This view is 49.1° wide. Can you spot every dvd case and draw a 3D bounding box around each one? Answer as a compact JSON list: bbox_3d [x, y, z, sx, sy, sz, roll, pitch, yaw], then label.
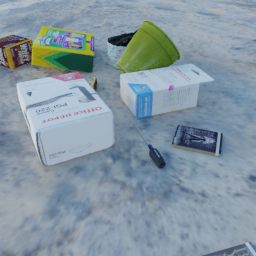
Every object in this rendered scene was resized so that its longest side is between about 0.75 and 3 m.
[{"bbox_3d":[2.056,0.345,8.261,1.382,0.110,1.028,11,37,15],"label":"dvd case"},{"bbox_3d":[1.906,2.689,5.028,1.409,0.113,1.048,-9,37,-13],"label":"dvd case"}]

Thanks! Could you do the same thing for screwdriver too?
[{"bbox_3d":[0.566,0.382,8.030,0.305,0.292,2.095,-31,41,5],"label":"screwdriver"}]

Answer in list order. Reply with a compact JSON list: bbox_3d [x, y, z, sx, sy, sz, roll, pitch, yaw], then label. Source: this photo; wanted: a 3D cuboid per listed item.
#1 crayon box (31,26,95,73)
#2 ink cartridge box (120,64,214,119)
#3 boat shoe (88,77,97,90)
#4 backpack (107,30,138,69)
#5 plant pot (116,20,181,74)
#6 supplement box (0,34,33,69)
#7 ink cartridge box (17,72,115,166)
[{"bbox_3d":[-2.842,-3.648,12.815,2.547,0.861,2.953,5,35,-10],"label":"crayon box"},{"bbox_3d":[1.332,-1.375,9.877,2.871,0.974,1.653,-12,37,-15],"label":"ink cartridge box"},{"bbox_3d":[-1.390,-1.703,10.940,0.303,0.335,0.940,-7,28,3],"label":"boat shoe"},{"bbox_3d":[0.149,-3.503,12.495,2.171,1.374,1.812,-16,32,-23],"label":"backpack"},{"bbox_3d":[0.628,-2.700,10.770,1.905,1.979,1.979,-45,44,2],"label":"plant pot"},{"bbox_3d":[-5.341,-3.534,12.884,1.450,0.963,1.430,20,41,25],"label":"supplement box"},{"bbox_3d":[-1.938,-0.440,8.389,2.129,1.239,2.923,-16,41,-22],"label":"ink cartridge box"}]
